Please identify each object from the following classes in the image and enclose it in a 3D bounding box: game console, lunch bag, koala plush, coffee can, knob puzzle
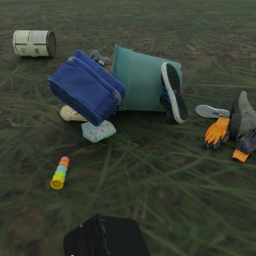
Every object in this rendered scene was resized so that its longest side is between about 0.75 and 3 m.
[{"bbox_3d":[-0.457,3.068,6.520,1.681,1.113,1.912,-34,36,3],"label":"game console"},{"bbox_3d":[-1.265,-1.349,9.768,2.532,1.720,1.675,38,75,-3],"label":"lunch bag"},{"bbox_3d":[-1.777,-4.249,17.356,1.057,0.971,0.937,26,40,15],"label":"koala plush"},{"bbox_3d":[-1.099,0.123,10.669,0.931,0.667,1.093,-23,34,-33],"label":"lunch bag"},{"bbox_3d":[-6.112,-5.568,18.532,2.321,1.699,1.699,2,33,2],"label":"coffee can"},{"bbox_3d":[-1.966,-0.719,12.185,2.368,0.328,2.368,-8,26,4],"label":"knob puzzle"}]

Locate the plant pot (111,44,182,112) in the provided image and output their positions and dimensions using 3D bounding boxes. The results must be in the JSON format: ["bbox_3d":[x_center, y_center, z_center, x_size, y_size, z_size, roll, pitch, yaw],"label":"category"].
[{"bbox_3d":[0.687,-1.929,12.165,2.849,2.909,2.909,8,33,-3],"label":"plant pot"}]

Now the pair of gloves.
[{"bbox_3d":[3.776,0.346,10.193,1.833,0.227,1.633,24,61,33],"label":"pair of gloves"}]

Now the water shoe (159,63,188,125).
[{"bbox_3d":[1.495,-1.277,10.583,0.853,2.387,0.942,-1,-15,-44],"label":"water shoe"}]

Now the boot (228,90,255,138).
[{"bbox_3d":[5.157,-0.369,11.284,1.935,1.003,2.962,13,43,15],"label":"boot"}]

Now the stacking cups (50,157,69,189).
[{"bbox_3d":[-2.161,1.372,8.974,0.389,0.389,1.285,-1,32,-1],"label":"stacking cups"}]

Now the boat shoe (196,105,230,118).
[{"bbox_3d":[3.678,-0.671,12.139,1.467,0.503,0.415,15,14,22],"label":"boat shoe"}]
